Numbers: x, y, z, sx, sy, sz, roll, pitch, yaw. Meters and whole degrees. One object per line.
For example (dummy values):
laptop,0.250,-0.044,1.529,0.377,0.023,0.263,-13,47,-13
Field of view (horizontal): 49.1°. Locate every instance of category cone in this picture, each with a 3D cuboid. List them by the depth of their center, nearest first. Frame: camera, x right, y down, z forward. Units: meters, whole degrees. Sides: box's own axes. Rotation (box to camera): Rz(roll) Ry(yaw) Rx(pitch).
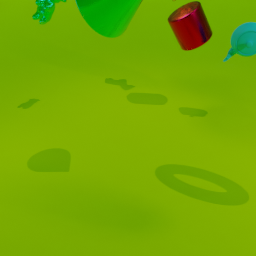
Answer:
cone,0.017,-2.018,3.993,1.134,1.130,1.130,-6,18,45

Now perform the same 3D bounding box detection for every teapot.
teapot,3.310,-2.384,7.795,1.509,0.938,0.739,-35,14,34

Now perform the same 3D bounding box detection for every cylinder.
cylinder,1.934,-3.163,8.718,1.073,1.073,1.073,-25,34,18

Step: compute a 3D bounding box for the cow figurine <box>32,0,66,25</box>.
cow figurine,-2.189,-3.420,7.832,0.532,0.970,0.954,35,38,-1
